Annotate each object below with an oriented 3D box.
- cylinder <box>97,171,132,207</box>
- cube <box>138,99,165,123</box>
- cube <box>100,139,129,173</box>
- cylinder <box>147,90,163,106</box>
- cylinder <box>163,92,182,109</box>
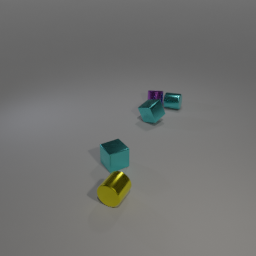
[{"bbox_3d":[-0.362,1.624,7.503,0.700,0.700,0.700,14,32,24],"label":"cylinder"},{"bbox_3d":[0.965,-0.700,11.395,0.700,0.700,0.700,-40,28,-31],"label":"cube"},{"bbox_3d":[-0.424,0.867,8.866,0.700,0.700,0.700,-17,34,-27],"label":"cube"},{"bbox_3d":[1.232,-1.338,12.649,0.700,0.700,0.700,2,11,0],"label":"cylinder"},{"bbox_3d":[2.026,-1.229,12.649,0.700,0.700,0.700,10,30,21],"label":"cylinder"}]
